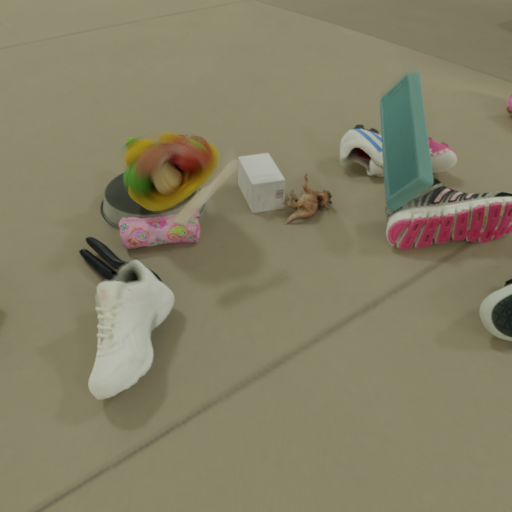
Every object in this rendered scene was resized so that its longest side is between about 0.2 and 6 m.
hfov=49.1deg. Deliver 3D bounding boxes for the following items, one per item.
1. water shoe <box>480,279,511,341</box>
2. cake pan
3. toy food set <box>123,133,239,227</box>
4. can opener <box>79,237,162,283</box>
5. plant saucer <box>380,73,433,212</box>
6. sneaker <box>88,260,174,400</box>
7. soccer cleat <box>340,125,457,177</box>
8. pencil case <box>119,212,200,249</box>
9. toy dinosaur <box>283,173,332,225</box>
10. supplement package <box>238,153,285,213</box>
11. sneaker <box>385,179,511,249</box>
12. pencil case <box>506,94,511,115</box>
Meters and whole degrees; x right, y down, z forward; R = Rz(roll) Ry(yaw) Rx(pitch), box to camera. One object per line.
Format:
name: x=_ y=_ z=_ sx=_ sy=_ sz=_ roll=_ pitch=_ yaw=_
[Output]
water shoe: x=4.193 y=0.564 z=8.292 sx=2.517 sy=0.900 sz=0.993 roll=-14 pitch=15 yaw=-17
cake pan: x=-1.950 y=-1.110 z=10.542 sx=2.003 sy=0.367 sz=2.003 roll=0 pitch=39 yaw=0
toy food set: x=-1.461 y=-1.542 z=8.950 sx=1.518 sy=0.843 sz=2.580 roll=-45 pitch=36 yaw=-11
can opener: x=-2.269 y=0.206 z=8.901 sx=1.737 sy=0.683 sz=0.551 roll=25 pitch=84 yaw=32
plant saucer: x=2.552 y=-2.072 z=9.804 sx=0.257 sy=0.946 sz=2.706 roll=22 pitch=53 yaw=-24
sneaker: x=-1.839 y=0.885 z=7.390 sx=0.827 sy=1.054 sz=2.121 roll=-19 pitch=33 yaw=20
soccer cleat: x=2.812 y=-1.928 z=11.373 sx=2.329 sy=0.813 sz=1.005 roll=16 pitch=63 yaw=15
pencil case: x=-1.631 y=-0.454 z=9.568 sx=1.361 sy=0.595 sz=0.595 roll=-6 pitch=39 yaw=-7
toy dinosaur: x=0.991 y=-0.950 z=10.312 sx=0.793 sy=0.502 sz=1.170 roll=36 pitch=60 yaw=-10
supplement package: x=0.086 y=-1.406 z=10.676 sx=0.647 sy=0.655 sz=1.081 roll=-10 pitch=40 yaw=-12
sneaker: x=3.402 y=-0.848 z=9.742 sx=2.561 sy=0.945 sz=1.120 roll=-8 pitch=46 yaw=-2
pencil case: x=6.549 y=-3.262 z=12.946 sx=0.721 sy=0.753 sz=1.742 roll=-40 pitch=39 yaw=15
